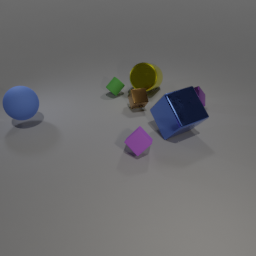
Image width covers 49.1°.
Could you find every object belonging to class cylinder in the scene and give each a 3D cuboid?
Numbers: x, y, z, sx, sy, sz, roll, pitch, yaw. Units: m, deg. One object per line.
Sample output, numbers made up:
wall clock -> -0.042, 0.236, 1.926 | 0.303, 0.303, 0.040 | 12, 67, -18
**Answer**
cylinder -> -0.639, -2.094, 14.075 | 0.700, 0.700, 0.700 | -50, 44, 2
cylinder -> 0.943, -2.571, 14.170 | 1.400, 1.400, 1.400 | 11, 13, 17

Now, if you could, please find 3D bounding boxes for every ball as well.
ball -> -4.352, -1.011, 11.422 | 1.400, 1.400, 1.400 | 0, 32, 0

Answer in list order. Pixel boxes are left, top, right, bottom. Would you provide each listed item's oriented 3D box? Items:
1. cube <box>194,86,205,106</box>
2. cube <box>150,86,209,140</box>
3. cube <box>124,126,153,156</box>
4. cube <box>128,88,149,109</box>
cube -> 3.091, -1.372, 12.884 | 0.700, 0.700, 0.700 | -16, 50, 35
cube -> 1.959, -0.573, 10.885 | 1.400, 1.400, 1.400 | -19, 76, -27
cube -> 0.388, 0.456, 9.999 | 0.700, 0.700, 0.700 | 47, 12, -2
cube -> 0.454, -1.344, 12.786 | 0.700, 0.700, 0.700 | -9, 76, -15
